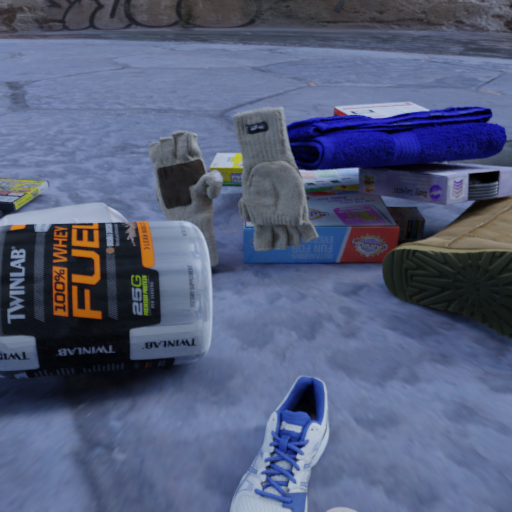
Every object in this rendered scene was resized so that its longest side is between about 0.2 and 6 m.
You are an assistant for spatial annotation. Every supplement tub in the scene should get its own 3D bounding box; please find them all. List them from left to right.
[{"bbox_3d":[-1.935,0.461,6.192,2.718,1.665,1.665,-3,27,-16],"label":"supplement tub"}]

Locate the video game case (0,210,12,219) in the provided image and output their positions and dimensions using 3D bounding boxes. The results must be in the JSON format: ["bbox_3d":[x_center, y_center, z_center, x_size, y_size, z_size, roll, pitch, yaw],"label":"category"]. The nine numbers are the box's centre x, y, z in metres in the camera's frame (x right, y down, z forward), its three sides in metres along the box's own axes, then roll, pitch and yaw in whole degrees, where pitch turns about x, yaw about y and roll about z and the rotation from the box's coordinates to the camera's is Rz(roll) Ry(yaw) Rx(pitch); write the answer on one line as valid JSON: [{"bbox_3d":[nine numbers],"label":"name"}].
[{"bbox_3d":[-5.117,-0.992,10.953,0.898,0.127,0.994,5,28,9],"label":"video game case"}]

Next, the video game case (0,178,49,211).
[{"bbox_3d":[-5.039,-1.237,11.088,1.377,0.176,1.244,5,29,11],"label":"video game case"}]

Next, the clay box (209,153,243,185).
[{"bbox_3d":[-0.006,-1.921,12.397,1.902,0.453,1.093,2,27,5],"label":"clay box"}]

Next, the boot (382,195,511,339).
[{"bbox_3d":[3.906,-0.151,8.083,3.424,1.132,2.998,-23,30,-39],"label":"boot"}]

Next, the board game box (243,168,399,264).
[{"bbox_3d":[0.972,-0.887,10.154,2.460,0.648,3.215,0,27,0],"label":"board game box"}]

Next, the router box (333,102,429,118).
[{"bbox_3d":[3.732,-3.749,15.790,2.500,0.611,2.244,-6,28,-12],"label":"router box"}]

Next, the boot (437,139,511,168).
[{"bbox_3d":[5.456,-1.876,11.381,3.646,1.323,3.315,1,12,-14],"label":"boot"}]

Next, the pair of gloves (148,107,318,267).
[{"bbox_3d":[-0.419,-0.936,8.193,2.443,2.077,0.428,-10,14,27],"label":"pair of gloves"}]

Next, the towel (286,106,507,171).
[{"bbox_3d":[1.905,-1.900,9.142,3.469,0.860,2.562,-8,11,-22],"label":"towel"}]

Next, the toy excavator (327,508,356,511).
[{"bbox_3d":[0.620,2.416,3.851,1.281,0.658,1.317,-18,23,-34],"label":"toy excavator"}]

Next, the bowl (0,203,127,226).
[{"bbox_3d":[-2.847,-0.023,8.248,2.404,0.899,2.408,-10,30,-17],"label":"bowl"}]

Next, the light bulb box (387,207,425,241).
[{"bbox_3d":[2.540,-0.572,9.815,0.654,0.408,0.648,1,27,1],"label":"light bulb box"}]

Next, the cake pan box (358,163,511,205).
[{"bbox_3d":[3.017,-1.250,9.313,1.812,0.515,1.967,-12,17,-33],"label":"cake pan box"}]

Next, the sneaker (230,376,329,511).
[{"bbox_3d":[0.211,1.753,4.887,0.662,0.775,1.759,9,29,15],"label":"sneaker"}]
